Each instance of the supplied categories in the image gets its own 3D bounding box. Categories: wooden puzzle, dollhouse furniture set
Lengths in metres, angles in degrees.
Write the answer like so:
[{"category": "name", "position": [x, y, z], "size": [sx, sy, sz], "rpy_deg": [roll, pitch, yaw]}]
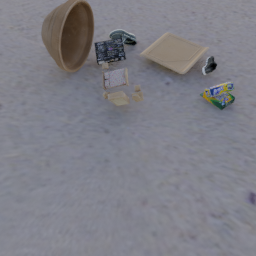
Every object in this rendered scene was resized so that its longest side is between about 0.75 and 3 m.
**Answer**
[{"category": "wooden puzzle", "position": [1.816, -2.933, 10.992], "size": [2.104, 0.392, 1.946], "rpy_deg": [28, 55, 25]}, {"category": "dollhouse furniture set", "position": [-0.269, -1.600, 9.075], "size": [1.340, 0.767, 1.571], "rpy_deg": [-9, 78, 16]}]

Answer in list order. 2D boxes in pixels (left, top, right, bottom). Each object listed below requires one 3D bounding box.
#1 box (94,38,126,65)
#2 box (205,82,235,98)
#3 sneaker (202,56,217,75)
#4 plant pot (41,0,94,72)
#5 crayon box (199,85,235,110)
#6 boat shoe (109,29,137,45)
[{"category": "box", "position": [-0.690, -2.958, 10.780], "size": [1.118, 0.243, 0.896], "rpy_deg": [-11, 67, 2]}, {"category": "box", "position": [3.007, -1.261, 9.192], "size": [0.893, 0.287, 0.313], "rpy_deg": [-18, 12, -7]}, {"category": "sneaker", "position": [3.096, -2.333, 10.332], "size": [0.472, 0.347, 1.044], "rpy_deg": [-6, 39, 42]}, {"category": "plant pot", "position": [-2.261, -3.374, 10.078], "size": [1.170, 2.535, 2.535], "rpy_deg": [17, 49, 13]}, {"category": "crayon box", "position": [3.018, -1.090, 9.507], "size": [0.629, 0.258, 1.000], "rpy_deg": [-30, 53, -22]}, {"category": "boat shoe", "position": [-0.169, -3.695, 11.560], "size": [1.394, 0.507, 0.431], "rpy_deg": [-5, 61, -44]}]
